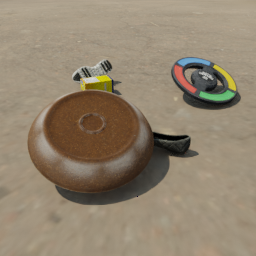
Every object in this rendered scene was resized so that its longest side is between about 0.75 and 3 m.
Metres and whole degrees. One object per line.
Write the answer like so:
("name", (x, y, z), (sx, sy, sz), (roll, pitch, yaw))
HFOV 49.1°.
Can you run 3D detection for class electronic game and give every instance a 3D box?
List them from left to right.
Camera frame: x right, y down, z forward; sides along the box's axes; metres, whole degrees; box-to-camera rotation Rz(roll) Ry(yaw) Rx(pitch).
("electronic game", (2.380, -1.512, 8.731), (2.155, 0.448, 2.155), (9, 48, -10))

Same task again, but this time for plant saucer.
("plant saucer", (-0.669, 0.027, 5.287), (2.417, 0.442, 2.417), (4, 50, -5))

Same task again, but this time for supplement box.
("supplement box", (-0.989, -1.326, 8.999), (0.953, 0.522, 0.519), (-12, 32, -21))

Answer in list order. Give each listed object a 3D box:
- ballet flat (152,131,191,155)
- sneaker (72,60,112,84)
("ballet flat", (0.558, 0.151, 6.161), (1.654, 0.470, 0.550), (15, 26, 2))
("sneaker", (-1.257, -1.832, 9.569), (1.560, 0.586, 0.632), (-28, 6, -36))
